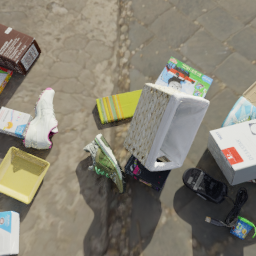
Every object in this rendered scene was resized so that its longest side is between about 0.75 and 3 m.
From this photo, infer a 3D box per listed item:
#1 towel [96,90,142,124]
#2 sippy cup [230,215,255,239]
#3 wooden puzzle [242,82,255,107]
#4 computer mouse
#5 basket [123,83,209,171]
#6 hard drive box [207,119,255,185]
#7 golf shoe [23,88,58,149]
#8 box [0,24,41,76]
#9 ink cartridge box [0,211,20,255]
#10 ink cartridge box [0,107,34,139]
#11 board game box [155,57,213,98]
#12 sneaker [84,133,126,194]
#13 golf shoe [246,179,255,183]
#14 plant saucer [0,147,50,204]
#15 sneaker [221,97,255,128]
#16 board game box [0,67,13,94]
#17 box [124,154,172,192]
[{"bbox_3d":[0.026,-0.926,11.524,2.547,0.230,1.096,-13,74,-6],"label":"towel"},{"bbox_3d":[3.853,3.418,9.583,0.680,0.866,0.634,32,81,-19],"label":"sippy cup"},{"bbox_3d":[5.588,-1.201,11.569,1.329,0.332,1.435,-41,78,-14],"label":"wooden puzzle"},{"bbox_3d":[2.881,2.496,9.903,2.312,0.532,1.623,22,69,15],"label":"computer mouse"},{"bbox_3d":[1.202,-0.089,9.409,1.609,1.768,2.608,36,114,41],"label":"basket"},{"bbox_3d":[4.436,0.767,10.109,2.454,0.942,1.912,-15,46,-6],"label":"hard drive box"},{"bbox_3d":[-3.198,-0.335,10.996,1.160,0.955,2.535,17,73,-8],"label":"golf shoe"},{"bbox_3d":[-5.434,-3.581,12.107,2.895,1.085,1.450,23,71,11],"label":"box"},{"bbox_3d":[-4.949,3.642,9.379,2.348,0.783,1.360,-6,69,-2],"label":"ink cartridge box"},{"bbox_3d":[-4.655,-0.233,11.055,1.560,0.529,0.898,15,69,6],"label":"ink cartridge box"},{"bbox_3d":[1.995,-1.356,11.305,2.006,0.485,2.651,30,70,2],"label":"board game box"},{"bbox_3d":[-0.867,1.433,10.307,1.087,0.943,2.453,-30,64,-1],"label":"sneaker"},{"bbox_3d":[4.660,1.734,10.204,1.574,0.693,0.607,24,71,10],"label":"golf shoe"},{"bbox_3d":[-3.925,1.739,10.287,1.619,0.392,1.619,24,70,2],"label":"plant saucer"},{"bbox_3d":[4.496,-0.262,10.957,1.228,0.748,1.882,35,73,14],"label":"sneaker"},{"bbox_3d":[-6.058,-1.526,11.676,1.317,0.413,2.758,20,67,7],"label":"board game box"},{"bbox_3d":[0.718,1.520,10.210,1.515,0.804,0.926,28,72,10],"label":"box"}]
